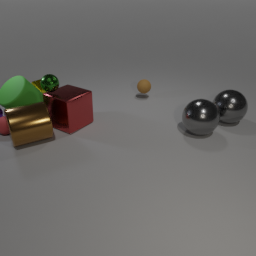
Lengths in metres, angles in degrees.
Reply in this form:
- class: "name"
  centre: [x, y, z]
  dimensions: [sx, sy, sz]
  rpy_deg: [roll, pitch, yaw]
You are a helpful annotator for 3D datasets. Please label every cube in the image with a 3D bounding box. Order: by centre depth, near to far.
- class: "cube"
  centre: [-2.393, -0.807, 11.372]
  dimensions: [1.400, 1.400, 1.400]
  rpy_deg: [18, 33, 30]
- class: "cube"
  centre: [-4.333, -1.894, 13.808]
  dimensions: [0.700, 0.700, 0.700]
  rpy_deg: [45, 41, 10]

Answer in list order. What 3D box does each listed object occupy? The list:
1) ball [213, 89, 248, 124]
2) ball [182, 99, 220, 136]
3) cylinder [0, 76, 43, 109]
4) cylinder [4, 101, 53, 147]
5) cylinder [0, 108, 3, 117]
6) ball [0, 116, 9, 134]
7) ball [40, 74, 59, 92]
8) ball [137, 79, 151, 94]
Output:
- class: "ball"
  centre: [4.169, -0.877, 11.507]
  dimensions: [1.400, 1.400, 1.400]
  rpy_deg: [0, 28, 0]
- class: "ball"
  centre: [2.765, -0.412, 10.662]
  dimensions: [1.400, 1.400, 1.400]
  rpy_deg: [0, 28, 0]
- class: "cylinder"
  centre: [-4.249, -1.157, 11.375]
  dimensions: [1.400, 1.400, 1.400]
  rpy_deg: [-14, 56, 21]
- class: "cylinder"
  centre: [-3.607, -0.151, 10.180]
  dimensions: [1.400, 1.400, 1.400]
  rpy_deg: [-15, 32, -25]
- class: "cylinder"
  centre: [-5.795, -0.656, 11.855]
  dimensions: [0.700, 0.700, 0.700]
  rpy_deg: [21, 35, 34]
- class: "ball"
  centre: [-4.734, -0.103, 10.828]
  dimensions: [0.700, 0.700, 0.700]
  rpy_deg: [0, 28, 0]
- class: "ball"
  centre: [-2.983, -1.710, 10.700]
  dimensions: [0.700, 0.700, 0.700]
  rpy_deg: [0, 28, 0]
- class: "ball"
  centre: [0.796, -2.062, 13.884]
  dimensions: [0.700, 0.700, 0.700]
  rpy_deg: [0, 28, 0]
